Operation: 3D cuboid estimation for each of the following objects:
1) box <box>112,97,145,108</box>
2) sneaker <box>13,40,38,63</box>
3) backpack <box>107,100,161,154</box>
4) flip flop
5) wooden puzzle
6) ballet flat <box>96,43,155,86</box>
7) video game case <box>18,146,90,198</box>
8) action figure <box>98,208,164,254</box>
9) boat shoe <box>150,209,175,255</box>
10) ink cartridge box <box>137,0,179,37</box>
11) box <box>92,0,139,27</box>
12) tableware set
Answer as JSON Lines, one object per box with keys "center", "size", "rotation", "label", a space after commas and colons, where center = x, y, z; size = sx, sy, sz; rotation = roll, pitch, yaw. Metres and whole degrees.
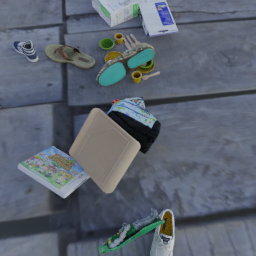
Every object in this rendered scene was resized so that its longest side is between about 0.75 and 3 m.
{"center": [0.104, -0.302, 10.579], "size": [1.243, 0.362, 1.815], "rotation": [-8, 61, -5], "label": "box"}
{"center": [-4.524, -3.559, 12.152], "size": [1.524, 0.827, 0.534], "rotation": [39, 67, 19], "label": "sneaker"}
{"center": [0.116, -0.142, 9.431], "size": [1.766, 1.441, 1.358], "rotation": [20, 49, -4], "label": "backpack"}
{"center": [-2.499, -3.176, 12.030], "size": [2.308, 0.665, 0.936], "rotation": [22, 63, 12], "label": "flip flop"}
{"center": [-0.802, 0.704, 9.133], "size": [2.157, 0.402, 1.995], "rotation": [39, 107, 28], "label": "wooden puzzle"}
{"center": [-0.210, -2.683, 11.626], "size": [2.748, 0.932, 1.035], "rotation": [-32, 44, -6], "label": "ballet flat"}
{"center": [-2.299, 1.358, 9.179], "size": [1.854, 0.204, 1.687], "rotation": [28, 26, 14], "label": "video game case"}
{"center": [0.025, 2.929, 7.869], "size": [1.911, 1.129, 0.523], "rotation": [-30, 84, -13], "label": "action figure"}
{"center": [1.084, 3.355, 8.357], "size": [0.662, 0.652, 1.866], "rotation": [12, 61, 7], "label": "boat shoe"}
{"center": [1.343, -5.189, 13.243], "size": [1.400, 0.552, 2.816], "rotation": [-9, 60, -5], "label": "ink cartridge box"}
{"center": [-0.644, -5.941, 13.491], "size": [1.583, 0.868, 1.794], "rotation": [-28, 65, -17], "label": "box"}
{"center": [-0.020, -3.107, 12.130], "size": [1.910, 0.435, 2.836], "rotation": [-23, 64, -12], "label": "tableware set"}
